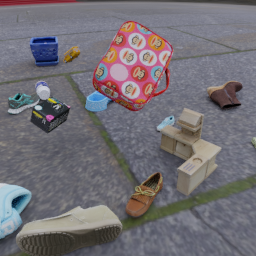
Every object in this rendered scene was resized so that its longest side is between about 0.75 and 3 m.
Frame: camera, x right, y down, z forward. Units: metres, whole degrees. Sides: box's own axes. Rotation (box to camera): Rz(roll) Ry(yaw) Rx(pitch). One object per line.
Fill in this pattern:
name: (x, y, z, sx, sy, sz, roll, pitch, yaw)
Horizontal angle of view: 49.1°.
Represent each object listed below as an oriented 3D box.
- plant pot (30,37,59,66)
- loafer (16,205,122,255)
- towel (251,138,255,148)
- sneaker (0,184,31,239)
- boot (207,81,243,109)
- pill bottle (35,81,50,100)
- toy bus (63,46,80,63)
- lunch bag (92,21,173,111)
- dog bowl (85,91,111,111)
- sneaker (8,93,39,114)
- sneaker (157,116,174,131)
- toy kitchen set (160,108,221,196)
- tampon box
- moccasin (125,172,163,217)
plant pot: (-5.515, -5.119, 18.803, 1.773, 1.595, 1.774, -7, 32, -10)
loafer: (-1.444, 2.524, 7.039, 2.533, 0.958, 0.865, 0, 29, -19)
towel: (5.301, 0.748, 10.526, 0.944, 0.232, 1.273, 0, 31, -2)
sneaker: (-3.387, 2.410, 7.014, 1.181, 1.066, 2.883, 0, 32, 9)
boot: (5.174, -1.582, 14.034, 2.101, 0.760, 1.748, -10, 41, -13)
pill bottle: (-4.408, -1.940, 14.502, 0.666, 0.666, 1.151, -12, 34, -19)
toy bus: (-2.707, -3.451, 13.296, 0.357, 0.430, 1.098, -24, 6, -41)
lunch bag: (0.327, -1.951, 9.202, 2.317, 1.078, 2.631, 30, 74, -2)
dog bowl: (-1.319, -1.463, 13.903, 1.088, 0.484, 1.952, 16, 34, 25)
sneaker: (-4.974, -1.355, 13.398, 0.696, 0.818, 1.794, 16, 34, 23)
sneaker: (1.592, -0.230, 11.928, 0.393, 0.436, 1.064, 22, 38, 33)
toy kitchen set: (1.691, 0.585, 9.305, 2.176, 1.775, 1.963, 26, 40, 35)
tampon box: (-2.704, -0.481, 9.785, 0.808, 0.681, 1.079, 32, 38, 9)
moccasin: (0.520, 1.912, 8.193, 0.641, 0.677, 1.753, 23, 38, 33)
